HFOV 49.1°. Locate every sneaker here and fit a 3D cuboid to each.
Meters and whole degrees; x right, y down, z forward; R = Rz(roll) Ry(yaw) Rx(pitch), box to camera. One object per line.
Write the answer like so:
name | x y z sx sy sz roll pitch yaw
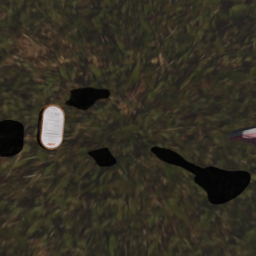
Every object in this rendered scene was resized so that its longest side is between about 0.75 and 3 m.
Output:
sneaker | 2.466 0.244 5.326 1.072 0.403 0.560 -12 95 35

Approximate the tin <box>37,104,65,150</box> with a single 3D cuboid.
tin | -1.844 -0.025 6.719 0.613 0.229 1.094 7 86 -37
